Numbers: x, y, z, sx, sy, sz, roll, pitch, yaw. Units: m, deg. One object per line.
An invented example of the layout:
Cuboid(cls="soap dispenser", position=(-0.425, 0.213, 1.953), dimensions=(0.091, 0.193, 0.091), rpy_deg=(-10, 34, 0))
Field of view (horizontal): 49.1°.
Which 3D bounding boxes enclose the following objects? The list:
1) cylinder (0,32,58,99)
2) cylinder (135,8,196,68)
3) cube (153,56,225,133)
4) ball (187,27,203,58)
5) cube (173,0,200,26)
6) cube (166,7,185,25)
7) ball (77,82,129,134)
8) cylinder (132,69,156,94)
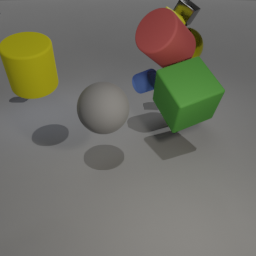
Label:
Cuboid(cls="cylinder", position=(-2.808, -1.802, 8.074), dimensions=(1.400, 1.400, 1.400), rpy_deg=(2, 47, -2))
Cuboid(cls="cylinder", position=(1.162, -2.665, 8.558), dimensions=(1.400, 1.400, 1.400), rpy_deg=(24, 3, 37))
Cuboid(cls="cube", position=(1.685, -0.956, 8.182), dimensions=(1.400, 1.400, 1.400), rpy_deg=(-21, 62, -12))
Cuboid(cls="ball", position=(2.227, -3.196, 10.950), dimensions=(1.400, 1.400, 1.400), rpy_deg=(0, 28, 0))
Cuboid(cls="cube", position=(2.105, -4.261, 10.331), dimensions=(0.700, 0.700, 0.700), rpy_deg=(42, 41, 7))
Cuboid(cls="cube", position=(1.460, -3.640, 9.746), dimensions=(0.700, 0.700, 0.700), rpy_deg=(24, 36, -21))
Cuboid(cls="ball", position=(-0.660, -0.531, 7.489), dimensions=(1.400, 1.400, 1.400), rpy_deg=(0, 28, 0))
Cuboid(cls="cylinder", position=(0.616, -1.588, 9.536), dimensions=(0.700, 0.700, 0.700), rpy_deg=(-13, 15, 42))
